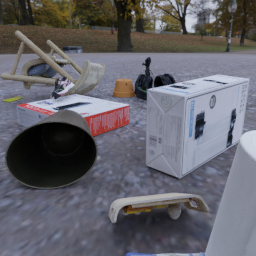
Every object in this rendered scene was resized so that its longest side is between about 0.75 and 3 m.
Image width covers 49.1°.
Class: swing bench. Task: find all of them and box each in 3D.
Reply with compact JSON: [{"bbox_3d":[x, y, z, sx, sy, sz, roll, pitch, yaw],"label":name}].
[{"bbox_3d":[-2.727,-2.228,11.127,2.945,1.911,2.929,24,11,3],"label":"swing bench"}]

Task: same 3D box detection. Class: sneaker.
[{"bbox_3d":[-2.190,-1.319,8.977,0.485,0.521,1.207,-31,15,19],"label":"sneaker"}]

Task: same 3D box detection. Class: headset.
[{"bbox_3d":[1.147,-2.067,12.226,1.836,1.397,2.973,-2,29,-8],"label":"headset"}]

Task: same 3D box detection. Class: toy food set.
[{"bbox_3d":[0.361,1.124,3.820,1.222,0.369,0.877,-5,-11,-8],"label":"toy food set"}]

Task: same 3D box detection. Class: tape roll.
[{"bbox_3d":[1.832,0.974,2.487,2.002,1.375,2.002,10,18,-3],"label":"tape roll"}]

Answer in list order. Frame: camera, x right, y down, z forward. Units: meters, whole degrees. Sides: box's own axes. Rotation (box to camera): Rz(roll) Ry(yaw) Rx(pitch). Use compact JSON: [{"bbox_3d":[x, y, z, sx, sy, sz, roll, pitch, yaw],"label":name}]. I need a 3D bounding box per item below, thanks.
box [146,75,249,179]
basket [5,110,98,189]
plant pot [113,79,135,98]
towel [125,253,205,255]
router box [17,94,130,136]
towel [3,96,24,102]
[{"bbox_3d":[1.612,-0.206,6.132,0.848,1.644,2.819,16,23,41],"label":"box"},{"bbox_3d":[-1.348,0.268,5.546,1.572,1.186,1.743,-14,14,-1],"label":"basket"},{"bbox_3d":[-0.171,-1.805,12.544,1.006,0.704,1.006,1,18,0],"label":"plant pot"},{"bbox_3d":[0.773,1.680,2.680,1.671,0.199,1.227,0,18,2],"label":"towel"},{"bbox_3d":[-1.612,-0.391,8.328,2.517,0.615,2.259,15,23,38],"label":"router box"},{"bbox_3d":[-4.795,-1.208,11.725,0.365,0.077,0.849,6,19,19],"label":"towel"}]
